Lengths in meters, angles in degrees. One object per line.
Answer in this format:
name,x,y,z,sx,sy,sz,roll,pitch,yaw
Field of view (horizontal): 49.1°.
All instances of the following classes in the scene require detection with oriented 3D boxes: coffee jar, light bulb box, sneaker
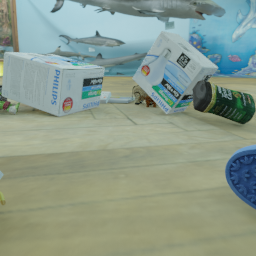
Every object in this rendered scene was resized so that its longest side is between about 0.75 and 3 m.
coffee jar,2.910,-0.809,8.668,1.869,0.797,0.974,14,50,-11
light bulb box,1.716,-2.057,10.617,1.383,2.216,2.196,-12,54,-49
light bulb box,-2.997,-1.913,11.582,2.929,1.828,2.903,18,19,22
sneaker,2.648,0.710,3.486,2.731,0.958,1.064,13,17,19

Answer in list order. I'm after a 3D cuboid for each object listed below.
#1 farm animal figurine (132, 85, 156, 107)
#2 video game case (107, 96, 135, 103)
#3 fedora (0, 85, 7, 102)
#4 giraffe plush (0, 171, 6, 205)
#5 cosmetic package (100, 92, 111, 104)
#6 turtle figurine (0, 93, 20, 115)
farm animal figurine,1.522,-1.713,13.343,2.288,1.150,1.847,-8,15,-32
video game case,-0.547,-1.459,14.441,1.562,0.172,1.422,3,14,17
fedora,-6.112,-1.314,11.957,2.221,1.003,1.964,-2,14,-21
giraffe plush,-2.059,0.874,3.456,0.703,0.748,0.866,-17,13,31
cosmetic package,-1.418,-1.521,13.893,0.998,0.258,0.752,3,42,17
turtle figurine,-4.935,-1.232,10.638,1.644,1.695,1.220,19,-26,-20
